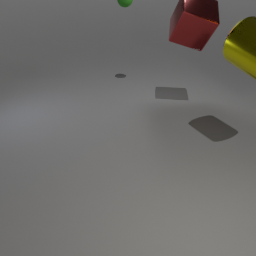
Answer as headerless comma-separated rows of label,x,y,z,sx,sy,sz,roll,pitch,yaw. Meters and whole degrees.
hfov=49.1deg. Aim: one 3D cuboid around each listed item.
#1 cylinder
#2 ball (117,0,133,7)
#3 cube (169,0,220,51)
cylinder,3.667,-2.178,7.826,1.400,1.400,1.400,-16,46,-25
ball,-0.133,-5.708,12.377,0.700,0.700,0.700,0,30,0
cube,2.481,-4.065,10.660,1.400,1.400,1.400,15,57,-9
